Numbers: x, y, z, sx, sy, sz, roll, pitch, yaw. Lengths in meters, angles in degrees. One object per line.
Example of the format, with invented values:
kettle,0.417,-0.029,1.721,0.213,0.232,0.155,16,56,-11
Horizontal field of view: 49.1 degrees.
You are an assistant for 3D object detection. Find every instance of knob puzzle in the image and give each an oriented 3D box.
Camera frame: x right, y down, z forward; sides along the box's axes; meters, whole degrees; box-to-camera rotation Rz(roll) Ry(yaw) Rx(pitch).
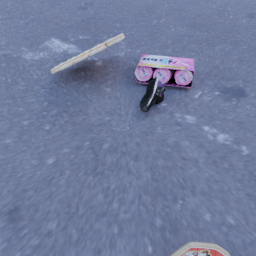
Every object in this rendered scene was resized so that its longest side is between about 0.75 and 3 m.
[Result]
knob puzzle,1.042,2.216,4.356,1.356,1.356,0.188,-7,32,-8

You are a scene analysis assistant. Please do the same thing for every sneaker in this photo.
sneaker,0.853,-0.932,8.639,0.626,0.541,1.429,40,50,-19

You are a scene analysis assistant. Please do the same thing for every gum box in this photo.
gum box,1.251,-1.981,9.632,1.956,0.647,1.110,7,34,8

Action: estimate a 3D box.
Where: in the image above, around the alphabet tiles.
alphabet tiles,-1.338,-2.518,9.405,2.601,0.190,2.543,-22,18,14
